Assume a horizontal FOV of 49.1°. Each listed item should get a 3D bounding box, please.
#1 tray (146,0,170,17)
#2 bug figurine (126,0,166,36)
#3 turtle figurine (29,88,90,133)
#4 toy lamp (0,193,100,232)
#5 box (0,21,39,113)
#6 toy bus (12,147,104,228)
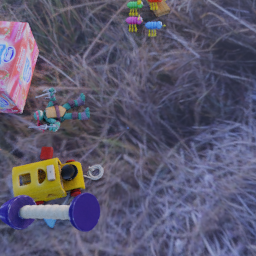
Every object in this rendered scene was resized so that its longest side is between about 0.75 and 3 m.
[{"bbox_3d":[1.187,-5.047,11.364,0.578,0.217,1.172,-21,65,-10],"label":"tray"},{"bbox_3d":[0.680,-4.431,10.764,1.524,0.506,1.965,-1,67,11],"label":"bug figurine"},{"bbox_3d":[-2.226,-0.532,8.780,1.899,0.956,1.422,-11,79,-23],"label":"turtle figurine"},{"bbox_3d":[-1.394,1.354,4.528,2.078,0.605,0.605,-15,57,37],"label":"toy lamp"},{"bbox_3d":[-4.011,-2.003,9.235,1.308,1.418,2.764,4,63,1],"label":"box"},{"bbox_3d":[-2.074,1.391,7.747,2.040,1.117,2.162,28,68,13],"label":"toy bus"}]
